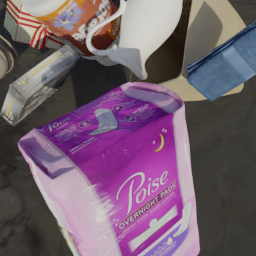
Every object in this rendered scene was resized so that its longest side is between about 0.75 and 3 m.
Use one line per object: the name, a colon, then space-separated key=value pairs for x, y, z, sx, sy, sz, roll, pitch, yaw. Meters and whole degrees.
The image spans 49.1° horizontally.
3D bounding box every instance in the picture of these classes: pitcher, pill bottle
pitcher: x=0.115 y=-1.961 z=5.302 sx=1.459 sy=1.701 sz=1.031 roll=17 pitch=29 yaw=-22
pill bottle: x=-1.089 y=-2.785 z=7.130 sx=1.615 sy=2.878 sz=1.615 roll=-9 pitch=70 yaw=27

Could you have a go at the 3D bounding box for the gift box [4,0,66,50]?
gift box: x=-2.471 y=-3.209 z=8.012 sx=1.665 sy=1.537 sz=1.555 roll=-4 pitch=36 yaw=-36

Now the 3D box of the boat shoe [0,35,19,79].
boat shoe: x=-3.524 y=-1.925 z=5.754 sx=2.742 sy=1.021 sz=1.005 roll=36 pitch=29 yaw=-3

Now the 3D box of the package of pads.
package of pads: x=0.012 y=1.064 z=3.808 sx=1.803 sy=2.992 sz=1.132 roll=-31 pitch=36 yaw=-27

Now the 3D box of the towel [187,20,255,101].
towel: x=1.486 y=-0.912 z=3.882 sx=0.706 sy=1.265 sz=0.307 roll=35 pitch=39 yaw=-29

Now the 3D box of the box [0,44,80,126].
box: x=-1.742 y=-0.838 z=5.540 sx=0.375 sy=1.228 sz=1.550 roll=43 pitch=53 yaw=-7

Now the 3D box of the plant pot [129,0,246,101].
plant pot: x=1.399 y=-1.588 z=6.153 sx=1.851 sy=2.091 sz=2.089 roll=14 pitch=81 yaw=-26
